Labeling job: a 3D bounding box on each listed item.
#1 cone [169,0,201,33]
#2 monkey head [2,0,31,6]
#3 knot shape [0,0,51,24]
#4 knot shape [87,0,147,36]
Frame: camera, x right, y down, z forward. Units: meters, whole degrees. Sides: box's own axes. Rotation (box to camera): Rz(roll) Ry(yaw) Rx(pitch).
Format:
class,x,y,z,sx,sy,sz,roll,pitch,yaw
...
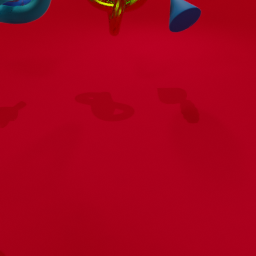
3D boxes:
class,x,y,z,sx,sy,sz,roll,pitch,yaw
cone,1.485,-3.595,8.339,1.017,1.017,1.021,-17,74,-21
monkey head,-3.076,-3.387,7.294,1.493,0.900,1.074,-14,31,41
knot shape,-1.578,-1.447,3.278,1.254,0.580,1.174,4,62,22
knot shape,-0.334,-3.488,7.681,1.988,1.861,0.919,19,23,39
